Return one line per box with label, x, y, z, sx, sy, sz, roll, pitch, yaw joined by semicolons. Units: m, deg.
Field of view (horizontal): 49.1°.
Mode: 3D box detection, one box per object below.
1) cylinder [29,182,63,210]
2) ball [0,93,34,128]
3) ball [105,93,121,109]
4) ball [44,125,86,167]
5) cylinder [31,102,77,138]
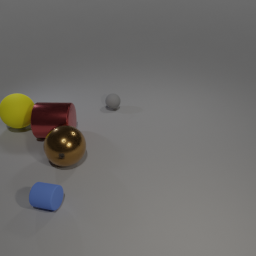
cylinder;-2.298;1.919;7.913;0.700;0.700;0.700;5;33;15
ball;-4.437;-0.686;11.282;1.400;1.400;1.400;0;32;0
ball;-0.690;-1.235;12.838;0.700;0.700;0.700;0;32;0
ball;-2.116;0.596;9.437;1.400;1.400;1.400;0;32;0
cylinder;-2.828;-0.289;10.826;1.400;1.400;1.400;1;32;2
